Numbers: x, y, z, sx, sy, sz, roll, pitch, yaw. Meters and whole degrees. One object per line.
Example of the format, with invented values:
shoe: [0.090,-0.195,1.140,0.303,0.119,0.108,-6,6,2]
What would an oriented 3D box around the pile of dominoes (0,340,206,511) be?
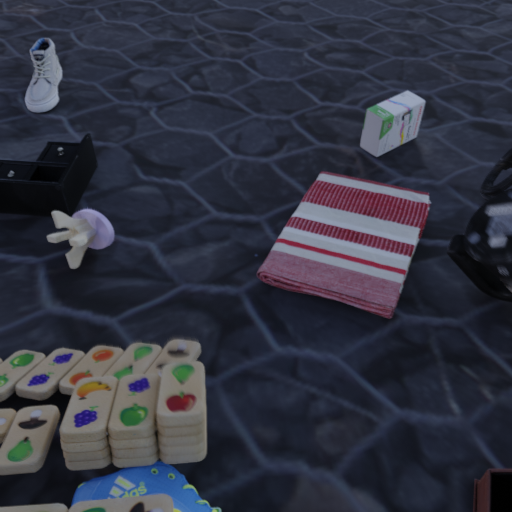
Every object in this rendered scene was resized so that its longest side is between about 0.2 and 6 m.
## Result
pile of dominoes: [-2.451,1.596,5.717,3.865,0.615,3.013,-3,24,-4]

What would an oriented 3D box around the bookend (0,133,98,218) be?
bookend: [-3.639,-1.406,9.387,1.487,0.689,1.496,5,45,5]

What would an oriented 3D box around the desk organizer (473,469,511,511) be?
desk organizer: [2.385,2.959,4.875,0.816,0.876,2.274,13,46,12]

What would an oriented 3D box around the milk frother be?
milk frother: [3.631,-0.287,7.148,1.873,1.762,1.690,-54,26,-4]

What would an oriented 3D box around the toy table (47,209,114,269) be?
toy table: [-2.599,-0.315,8.207,0.956,0.879,0.560,-8,18,45]

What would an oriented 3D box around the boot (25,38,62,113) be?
boot: [-4.489,-3.804,11.638,0.688,0.894,1.871,-6,45,-6]

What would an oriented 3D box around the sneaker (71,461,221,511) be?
sneaker: [-0.607,2.558,5.160,2.776,1.051,1.458,2,45,3]

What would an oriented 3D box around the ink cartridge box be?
ink cartridge box: [2.515,-2.438,10.326,1.119,0.810,0.470,-28,53,-26]

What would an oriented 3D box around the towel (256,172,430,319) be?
towel: [1.445,-0.305,8.578,1.980,0.313,2.749,16,45,18]
